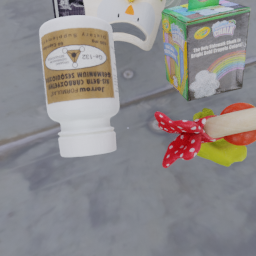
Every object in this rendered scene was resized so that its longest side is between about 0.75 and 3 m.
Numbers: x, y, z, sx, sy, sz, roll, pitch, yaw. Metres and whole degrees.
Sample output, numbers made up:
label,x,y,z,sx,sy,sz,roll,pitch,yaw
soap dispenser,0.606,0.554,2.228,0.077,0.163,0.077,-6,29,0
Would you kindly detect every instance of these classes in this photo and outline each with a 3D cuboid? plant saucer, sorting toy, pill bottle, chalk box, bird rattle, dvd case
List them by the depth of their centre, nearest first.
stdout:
label,x,y,z,sx,sy,sz,roll,pitch,yaw
pill bottle,-0.861,-0.708,5.283,1.363,1.363,2.384,-6,92,-3
bird rattle,1.811,-0.080,5.432,2.113,2.592,1.460,-19,71,32
chalk box,1.600,-1.950,6.035,1.379,2.217,1.372,-14,34,-8
sorting toy,-0.011,-3.327,7.124,2.765,1.477,2.489,3,100,-21
plant saucer,0.968,-4.299,8.584,2.073,2.073,0.520,-21,41,-11
dvd case,-1.606,-4.054,8.975,1.937,1.441,0.155,5,21,23
